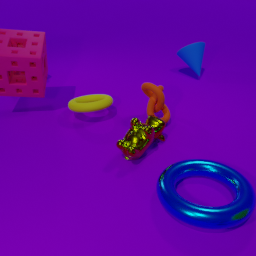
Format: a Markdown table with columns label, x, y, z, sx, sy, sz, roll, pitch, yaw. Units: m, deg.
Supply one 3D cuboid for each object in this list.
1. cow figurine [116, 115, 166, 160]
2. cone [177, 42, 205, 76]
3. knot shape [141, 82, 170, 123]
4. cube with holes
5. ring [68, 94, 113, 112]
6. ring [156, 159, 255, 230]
| label | x | y | z | sx | sy | sz | roll | pitch | yaw |
| --- | --- | --- | --- | --- | --- | --- | --- | --- | --- |
| cow figurine | 0.372 | 0.249 | 6.997 | 0.761 | 1.365 | 1.387 | 32 | 81 | 23 |
| cone | 2.516 | -2.453 | 10.495 | 1.102 | 1.106 | 1.102 | -16 | -6 | -2 |
| knot shape | 0.818 | -0.662 | 7.966 | 0.593 | 1.201 | 1.283 | -15 | -12 | 12 |
| cube with holes | -3.113 | -1.863 | 8.113 | 1.366 | 1.366 | 1.366 | 1 | 47 | -11 |
| ring | -1.109 | -0.749 | 8.336 | 1.330 | 0.266 | 1.330 | -5 | 19 | 2 |
| ring | 1.540 | 1.243 | 5.654 | 1.936 | 0.387 | 1.936 | -1 | 27 | 0 |
